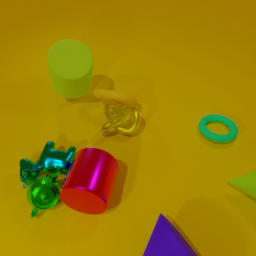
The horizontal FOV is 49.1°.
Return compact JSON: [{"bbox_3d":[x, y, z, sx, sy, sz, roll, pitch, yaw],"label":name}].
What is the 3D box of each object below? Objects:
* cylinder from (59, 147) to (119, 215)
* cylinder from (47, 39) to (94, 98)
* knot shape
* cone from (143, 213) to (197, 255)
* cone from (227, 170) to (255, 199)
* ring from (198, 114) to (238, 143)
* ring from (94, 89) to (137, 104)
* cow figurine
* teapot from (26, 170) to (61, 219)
[{"bbox_3d":[-0.936,1.322,7.002,1.219,1.219,1.219,10,47,8],"label":"cylinder"},{"bbox_3d":[-1.803,-1.834,8.872,1.372,1.372,1.372,3,70,-9],"label":"cylinder"},{"bbox_3d":[-0.323,-0.348,8.690,1.372,0.634,1.284,-16,40,4],"label":"knot shape"},{"bbox_3d":[0.611,2.922,5.952,1.525,1.519,1.519,-40,58,-2],"label":"cone"},{"bbox_3d":[3.180,1.397,6.936,1.380,1.375,1.375,1,47,28],"label":"cone"},{"bbox_3d":[2.795,-0.007,8.688,1.210,0.242,1.210,1,41,-1],"label":"ring"},{"bbox_3d":[-0.392,-1.005,8.917,1.379,1.379,0.276,11,93,9],"label":"ring"},{"bbox_3d":[-2.186,1.044,7.639,1.436,0.788,1.413,12,48,5],"label":"cow figurine"},{"bbox_3d":[-2.066,1.622,6.991,0.854,0.672,1.373,31,84,-20],"label":"teapot"}]
